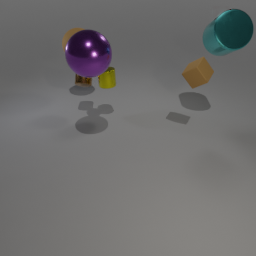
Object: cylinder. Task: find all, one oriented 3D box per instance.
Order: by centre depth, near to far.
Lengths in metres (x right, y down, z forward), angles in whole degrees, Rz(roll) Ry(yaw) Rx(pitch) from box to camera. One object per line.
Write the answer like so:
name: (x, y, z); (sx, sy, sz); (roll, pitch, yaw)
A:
cylinder: (3.634, -3.464, 10.329); (1.400, 1.400, 1.400); (-1, 6, -2)
cylinder: (-0.844, -2.021, 11.220); (0.700, 0.700, 0.700); (-3, 30, 2)
cylinder: (-1.837, -2.124, 11.648); (0.700, 0.700, 0.700); (4, -4, 0)

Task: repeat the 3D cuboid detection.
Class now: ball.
ball: (-1.180, -2.223, 8.421); (1.400, 1.400, 1.400); (0, 31, 0)
ball: (-2.188, -3.687, 12.359); (1.400, 1.400, 1.400); (0, 31, 0)

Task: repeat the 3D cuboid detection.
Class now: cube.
cube: (2.464, -1.942, 9.866); (0.700, 0.700, 0.700); (-18, 29, 50)
